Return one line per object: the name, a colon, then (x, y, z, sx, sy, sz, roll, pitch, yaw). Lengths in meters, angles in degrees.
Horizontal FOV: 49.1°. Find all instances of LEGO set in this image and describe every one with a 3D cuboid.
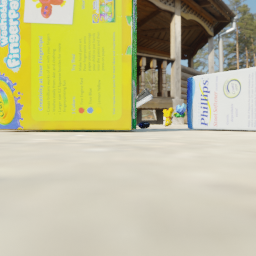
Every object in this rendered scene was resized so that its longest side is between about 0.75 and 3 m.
LEGO set: (1.806, -0.367, 10.650, 0.674, 0.725, 1.767, 29, -27, -31)

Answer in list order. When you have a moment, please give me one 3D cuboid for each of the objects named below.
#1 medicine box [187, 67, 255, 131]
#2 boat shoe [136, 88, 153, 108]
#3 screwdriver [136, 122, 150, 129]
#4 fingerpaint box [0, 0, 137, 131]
medicine box: (2.309, -0.446, 4.951, 1.727, 0.976, 1.896, -1, 1, -40)
boat shoe: (0.101, -1.035, 11.403, 1.822, 0.604, 0.637, -28, 6, 14)
screwdriver: (0.211, -0.091, 6.983, 0.196, 0.204, 1.403, -1, -4, 28)
fingerpaint box: (-0.990, -1.295, 4.474, 2.244, 2.690, 0.987, -1, 0, 6)
